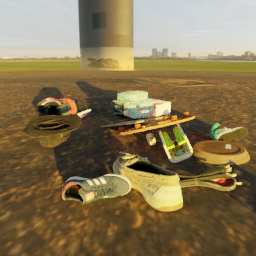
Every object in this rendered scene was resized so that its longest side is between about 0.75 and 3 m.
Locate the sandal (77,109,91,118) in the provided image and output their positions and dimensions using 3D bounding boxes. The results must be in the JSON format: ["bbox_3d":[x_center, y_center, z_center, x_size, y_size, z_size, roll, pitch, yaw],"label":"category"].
[{"bbox_3d":[-2.183,-0.526,12.578,1.237,0.304,0.503,-27,13,-35],"label":"sandal"}]

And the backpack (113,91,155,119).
[{"bbox_3d":[0.346,-1.023,12.662,1.541,1.307,1.736,-14,25,-40],"label":"backpack"}]

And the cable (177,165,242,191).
[{"bbox_3d":[1.647,1.223,6.203,1.721,0.433,0.836,-13,33,-3],"label":"cable"}]

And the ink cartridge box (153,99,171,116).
[{"bbox_3d":[1.220,-1.030,13.783,1.042,0.607,1.439,-12,19,-39],"label":"ink cartridge box"}]

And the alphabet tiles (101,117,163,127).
[{"bbox_3d":[0.275,-0.251,11.050,2.135,0.081,1.784,-10,3,-37],"label":"alphabet tiles"}]

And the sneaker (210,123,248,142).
[{"bbox_3d":[3.346,0.136,9.589,1.361,0.569,0.822,-8,27,-25],"label":"sneaker"}]

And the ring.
[{"bbox_3d":[0.886,-0.168,9.639,2.783,0.267,2.783,-12,2,0],"label":"ring"}]

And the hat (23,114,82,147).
[{"bbox_3d":[-2.339,0.179,8.975,1.959,0.790,1.959,-4,22,2],"label":"hat"}]

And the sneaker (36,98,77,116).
[{"bbox_3d":[-3.482,-0.858,12.640,2.400,0.848,1.172,4,22,34],"label":"sneaker"}]

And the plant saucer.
[{"bbox_3d":[2.653,0.666,8.151,1.668,0.246,1.668,0,14,0],"label":"plant saucer"}]

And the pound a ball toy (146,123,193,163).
[{"bbox_3d":[1.186,0.505,8.217,1.100,0.717,1.687,-25,13,7],"label":"pound a ball toy"}]

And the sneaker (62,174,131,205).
[{"bbox_3d":[-0.640,1.251,5.508,1.379,0.517,0.583,-6,15,9],"label":"sneaker"}]

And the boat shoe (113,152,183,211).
[{"bbox_3d":[0.387,0.955,6.082,0.849,0.726,2.317,-9,17,-30],"label":"boat shoe"}]
